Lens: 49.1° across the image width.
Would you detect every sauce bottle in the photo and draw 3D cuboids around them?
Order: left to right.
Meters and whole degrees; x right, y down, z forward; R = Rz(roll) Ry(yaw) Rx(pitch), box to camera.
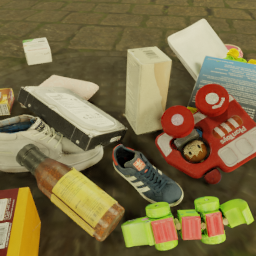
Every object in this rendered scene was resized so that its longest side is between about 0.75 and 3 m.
[{"bbox_3d":[-1.191,1.147,5.481,2.410,0.796,0.796,37,49,16],"label":"sauce bottle"}]

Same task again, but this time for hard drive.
[{"bbox_3d":[-1.374,-0.353,7.156,2.402,0.454,1.678,33,21,23],"label":"hard drive"}]

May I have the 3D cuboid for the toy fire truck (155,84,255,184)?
[{"bbox_3d":[1.877,0.232,6.511,2.233,1.252,1.875,-33,65,0],"label":"toy fire truck"}]

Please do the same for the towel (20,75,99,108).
[{"bbox_3d":[-2.148,-1.034,8.959,1.822,0.307,1.907,14,41,18],"label":"towel"}]

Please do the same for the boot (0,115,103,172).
[{"bbox_3d":[-1.898,0.329,6.500,2.594,1.240,0.954,-5,39,-6],"label":"boot"}]

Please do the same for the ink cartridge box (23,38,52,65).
[{"bbox_3d":[-3.676,-3.123,11.346,0.957,0.555,1.321,-13,41,-16],"label":"ink cartridge box"}]

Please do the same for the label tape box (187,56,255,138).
[{"bbox_3d":[2.698,-0.636,7.833,1.834,0.805,2.543,17,72,19],"label":"label tape box"}]

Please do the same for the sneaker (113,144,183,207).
[{"bbox_3d":[0.336,0.952,5.895,1.815,0.767,0.680,28,60,29],"label":"sneaker"}]

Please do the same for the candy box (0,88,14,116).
[{"bbox_3d":[-4.370,-0.754,8.494,1.599,0.452,0.933,-5,38,-9],"label":"candy box"}]

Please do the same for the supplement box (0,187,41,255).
[{"bbox_3d":[-2.416,2.028,4.483,1.675,1.112,1.652,-6,39,-7],"label":"supplement box"}]

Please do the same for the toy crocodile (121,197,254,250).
[{"bbox_3d":[1.008,1.696,4.918,2.249,0.759,0.695,-9,-2,2],"label":"toy crocodile"}]

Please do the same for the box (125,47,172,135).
[{"bbox_3d":[0.474,-0.960,7.417,0.810,2.084,0.990,-12,41,-17],"label":"box"}]

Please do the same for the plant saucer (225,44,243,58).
[{"bbox_3d":[4.205,-3.185,11.648,1.127,0.286,1.127,0,40,0],"label":"plant saucer"}]

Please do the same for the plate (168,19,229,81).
[{"bbox_3d":[2.675,-2.387,9.696,2.507,0.406,2.512,-37,90,-38],"label":"plate"}]

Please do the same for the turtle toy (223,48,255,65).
[{"bbox_3d":[3.519,-1.566,8.973,1.828,0.924,1.332,37,93,16],"label":"turtle toy"}]
